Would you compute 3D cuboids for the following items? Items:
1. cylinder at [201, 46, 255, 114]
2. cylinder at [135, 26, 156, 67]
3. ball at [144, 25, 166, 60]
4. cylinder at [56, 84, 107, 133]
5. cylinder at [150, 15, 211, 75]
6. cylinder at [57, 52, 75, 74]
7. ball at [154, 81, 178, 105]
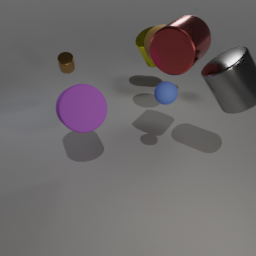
[{"bbox_3d":[3.060,-1.369,8.092,1.400,1.400,1.400,-32,21,14],"label":"cylinder"},{"bbox_3d":[1.251,-3.929,13.635,1.400,1.400,1.400,-15,52,20],"label":"cylinder"},{"bbox_3d":[1.307,-3.192,10.666,1.400,1.400,1.400,0,33,0],"label":"ball"},{"bbox_3d":[-1.462,-0.607,8.577,1.400,1.400,1.400,-11,8,-16],"label":"cylinder"},{"bbox_3d":[1.564,-2.459,8.286,1.400,1.400,1.400,18,40,26],"label":"cylinder"},{"bbox_3d":[-2.737,-2.891,12.448,0.700,0.700,0.700,2,66,-4],"label":"cylinder"},{"bbox_3d":[1.134,-1.044,8.368,0.700,0.700,0.700,0,33,0],"label":"ball"}]
